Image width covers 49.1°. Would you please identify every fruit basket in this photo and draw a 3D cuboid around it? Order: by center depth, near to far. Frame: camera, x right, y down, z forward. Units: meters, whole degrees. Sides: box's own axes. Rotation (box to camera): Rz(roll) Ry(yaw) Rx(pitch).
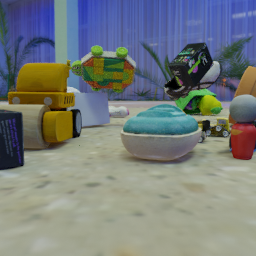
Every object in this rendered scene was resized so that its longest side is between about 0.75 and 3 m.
[{"bbox_3d":[3.899,-1.240,14.960,2.359,1.701,2.359,21,38,-18],"label":"fruit basket"}]

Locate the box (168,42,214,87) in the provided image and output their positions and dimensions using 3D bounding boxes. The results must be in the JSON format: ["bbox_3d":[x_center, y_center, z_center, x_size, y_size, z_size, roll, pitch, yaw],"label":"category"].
[{"bbox_3d":[2.207,-2.203,9.762,0.800,0.956,1.287,14,57,50],"label":"box"}]

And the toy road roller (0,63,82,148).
[{"bbox_3d":[-2.074,-0.615,6.481,1.564,1.858,2.546,1,7,5],"label":"toy road roller"}]

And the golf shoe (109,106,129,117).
[{"bbox_3d":[-0.596,-0.700,13.300,1.493,0.562,0.683,5,26,43],"label":"golf shoe"}]

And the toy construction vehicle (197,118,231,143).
[{"bbox_3d":[1.574,-0.098,7.202,1.893,0.667,1.648,4,8,27],"label":"toy construction vehicle"}]

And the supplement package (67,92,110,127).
[{"bbox_3d":[-1.427,-0.624,9.498,1.423,1.108,0.789,-8,4,-42],"label":"supplement package"}]

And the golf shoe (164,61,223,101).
[{"bbox_3d":[2.460,-1.867,10.700,2.345,0.912,1.108,-32,-28,19],"label":"golf shoe"}]

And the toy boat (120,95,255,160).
[{"bbox_3d":[1.098,-0.050,5.066,2.337,1.086,1.964,2,7,15],"label":"toy boat"}]

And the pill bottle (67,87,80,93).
[{"bbox_3d":[-2.645,-1.009,11.728,1.416,1.416,2.522,-4,9,-30],"label":"pill bottle"}]

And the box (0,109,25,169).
[{"bbox_3d":[-2.496,0.174,4.102,1.638,0.869,1.001,-5,9,-39],"label":"box"}]

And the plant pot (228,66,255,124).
[{"bbox_3d":[4.450,-0.900,9.399,1.431,2.045,2.045,22,16,25],"label":"plant pot"}]

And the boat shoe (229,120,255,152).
[{"bbox_3d":[2.572,0.086,5.842,0.769,0.627,1.827,3,8,24],"label":"boat shoe"}]

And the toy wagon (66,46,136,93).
[{"bbox_3d":[-0.897,-1.853,9.112,2.227,0.441,1.728,2,-36,-5],"label":"toy wagon"}]
